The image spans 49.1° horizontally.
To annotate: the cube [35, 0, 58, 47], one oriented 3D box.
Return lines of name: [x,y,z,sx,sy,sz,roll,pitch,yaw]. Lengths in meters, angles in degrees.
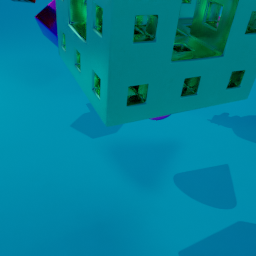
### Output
cube: [-1.662,-2.528,6.887,0.764,0.764,0.764,42,80,8]

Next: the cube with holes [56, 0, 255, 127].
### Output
cube with holes: [0.233,-1.063,2.337,1.371,1.371,1.371,-12,40,-23]

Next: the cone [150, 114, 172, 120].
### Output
cone: [0.859,-0.764,4.844,1.195,1.190,1.190,-6,32,-41]

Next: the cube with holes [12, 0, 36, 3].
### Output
cube with holes: [-2.423,-3.166,5.748,0.843,0.843,0.843,22,12,34]
